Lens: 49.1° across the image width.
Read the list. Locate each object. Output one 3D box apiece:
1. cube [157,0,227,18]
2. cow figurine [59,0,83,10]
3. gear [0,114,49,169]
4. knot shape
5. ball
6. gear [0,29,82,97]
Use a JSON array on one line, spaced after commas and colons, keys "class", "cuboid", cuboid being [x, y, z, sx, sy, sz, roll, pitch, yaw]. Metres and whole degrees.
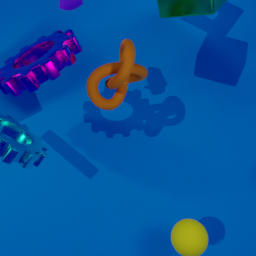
[{"class": "cube", "cuboid": [1.373, -3.174, 5.863, 1.251, 1.251, 1.251, 12, 45, 36]}, {"class": "cow figurine", "cuboid": [-1.188, -2.653, 4.910, 0.598, 1.072, 1.089, -23, 81, 8]}, {"class": "gear", "cuboid": [-2.683, 0.201, 6.285, 1.836, 1.836, 0.339, 37, 96, 10]}, {"class": "knot shape", "cuboid": [-0.138, -1.132, 6.132, 0.704, 1.426, 1.524, 40, 110, 14]}, {"class": "ball", "cuboid": [1.241, 2.218, 5.659, 0.736, 0.736, 0.736, 0, 73, 0]}, {"class": "gear", "cuboid": [-1.824, -1.359, 5.686, 1.826, 0.338, 1.826, -18, 38, 15]}]
